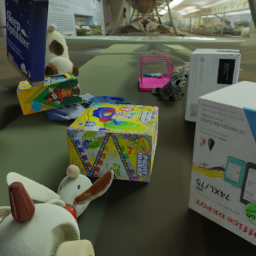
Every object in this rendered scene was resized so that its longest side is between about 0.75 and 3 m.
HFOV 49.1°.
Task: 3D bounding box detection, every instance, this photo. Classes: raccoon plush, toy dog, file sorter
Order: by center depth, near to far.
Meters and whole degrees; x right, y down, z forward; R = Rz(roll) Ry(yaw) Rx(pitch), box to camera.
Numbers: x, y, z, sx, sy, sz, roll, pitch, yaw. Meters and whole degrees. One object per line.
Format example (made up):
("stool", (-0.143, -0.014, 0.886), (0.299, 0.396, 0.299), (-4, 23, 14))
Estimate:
("toy dog", (-1.086, 1.040, 3.782), (1.937, 1.415, 2.937), (-6, 12, -18))
("raccoon plush", (1.653, -1.883, 11.781), (1.815, 1.216, 0.878), (17, 28, 36))
("toy dog", (-3.389, -3.234, 13.592), (1.953, 2.714, 2.799), (-1, 52, -38))
("file sorter", (1.347, -2.767, 13.703), (1.559, 1.407, 2.243), (0, 22, 1))

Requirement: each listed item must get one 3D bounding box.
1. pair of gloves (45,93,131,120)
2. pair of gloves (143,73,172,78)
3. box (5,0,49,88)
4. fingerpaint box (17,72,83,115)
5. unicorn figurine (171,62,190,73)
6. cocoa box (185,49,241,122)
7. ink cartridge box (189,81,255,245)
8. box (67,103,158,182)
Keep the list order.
("pair of gloves", (-1.354, -0.722, 10.157), (2.376, 0.337, 2.956), (17, 29, 32))
("pair of gloves", (1.814, -2.911, 15.564), (1.813, 0.207, 1.458), (-11, 19, -39))
("box", (-2.859, -2.855, 7.814), (0.479, 2.958, 1.792), (-18, 48, -39))
("fingerpaint box", (-2.926, -1.390, 10.405), (2.043, 0.898, 2.449), (-14, 20, -13))
("unicorn figurine", (3.488, -3.446, 16.254), (1.285, 0.691, 1.871), (-4, 14, -39))
("cocoa box", (2.815, -1.418, 9.271), (1.493, 2.239, 1.469), (7, 23, 19))
("ink cartridge box", (2.156, 0.505, 4.704), (1.559, 2.135, 1.567), (-21, 30, -38))
("box", (-0.244, 0.245, 6.688), (1.798, 1.139, 1.867), (4, 23, 8))
